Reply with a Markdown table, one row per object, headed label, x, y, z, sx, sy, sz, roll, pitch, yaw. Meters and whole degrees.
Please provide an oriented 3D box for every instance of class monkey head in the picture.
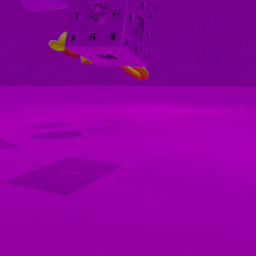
| label | x | y | z | sx | sy | sz | roll | pitch | yaw |
| --- | --- | --- | --- | --- | --- | --- | --- | --- | --- |
| monkey head | -1.893 | -2.903 | 10.341 | 1.136 | 1.356 | 1.885 | -11 | 1 | 37 |

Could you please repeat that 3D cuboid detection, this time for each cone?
| label | x | y | z | sx | sy | sz | roll | pitch | yaw |
| --- | --- | --- | --- | --- | --- | --- | --- | --- | --- |
| cone | -1.945 | -3.471 | 7.433 | 1.307 | 1.303 | 1.303 | 35 | 24 | 22 |

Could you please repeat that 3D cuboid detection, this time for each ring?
| label | x | y | z | sx | sy | sz | roll | pitch | yaw |
| --- | --- | --- | --- | --- | --- | --- | --- | --- | --- |
| ring | 0.202 | -2.422 | 11.463 | 1.434 | 0.287 | 1.434 | 31 | -5 | 3 |

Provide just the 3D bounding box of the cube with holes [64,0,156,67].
| label | x | y | z | sx | sy | sz | roll | pitch | yaw |
| --- | --- | --- | --- | --- | --- | --- | --- | --- | --- |
| cube with holes | -0.294 | -1.886 | 5.262 | 1.154 | 1.154 | 1.154 | 9 | -1 | 26 |
